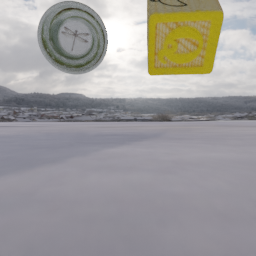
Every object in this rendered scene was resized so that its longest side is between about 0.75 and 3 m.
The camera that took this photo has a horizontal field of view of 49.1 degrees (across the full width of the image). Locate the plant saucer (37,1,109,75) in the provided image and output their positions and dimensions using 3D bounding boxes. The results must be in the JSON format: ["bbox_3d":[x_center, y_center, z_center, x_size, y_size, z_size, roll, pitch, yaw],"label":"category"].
[{"bbox_3d":[-1.795,-2.998,9.390,2.348,2.348,0.589,0,28,3],"label":"plant saucer"}]

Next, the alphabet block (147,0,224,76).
[{"bbox_3d":[1.566,-3.019,8.545,2.038,2.086,2.048,-3,-43,4],"label":"alphabet block"}]
